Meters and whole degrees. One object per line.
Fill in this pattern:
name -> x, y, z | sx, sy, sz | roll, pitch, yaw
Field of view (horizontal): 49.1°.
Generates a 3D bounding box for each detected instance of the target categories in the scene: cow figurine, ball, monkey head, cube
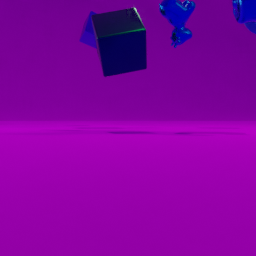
cow figurine -> 1.178, -2.682, 6.984 | 1.158, 1.139, 0.636 | 23, 21, -23
ball -> 3.393, -2.848, 6.735 | 1.213, 1.213, 1.213 | 0, 2, 0
monkey head -> 1.981, -2.029, 3.793 | 1.031, 1.711, 1.231 | 7, -16, 23
cube -> -0.215, -2.168, 7.094 | 1.144, 1.144, 1.144 | -12, -40, -5
cube -> -1.146, -3.433, 9.939 | 0.834, 0.834, 0.834 | 18, -15, -21
